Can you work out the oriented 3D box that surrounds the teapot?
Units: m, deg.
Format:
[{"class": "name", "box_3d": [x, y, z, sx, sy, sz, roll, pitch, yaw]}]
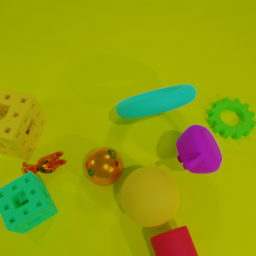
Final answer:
[{"class": "teapot", "box_3d": [1.499, 0.501, 6.157, 0.869, 1.776, 1.104, -30, 93, 25]}]

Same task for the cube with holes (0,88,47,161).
[{"class": "cube with holes", "box_3d": [-2.916, -0.101, 6.862, 1.208, 1.208, 1.208, 13, 62, 7]}]

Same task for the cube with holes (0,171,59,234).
[{"class": "cube with holes", "box_3d": [-2.171, 1.617, 6.016, 0.864, 0.864, 0.864, -30, 68, -12]}]

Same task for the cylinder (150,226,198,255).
[{"class": "cylinder", "box_3d": [0.954, 2.490, 5.628, 0.806, 0.806, 0.806, -16, 70, -9]}]

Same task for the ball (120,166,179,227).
[{"class": "ball", "box_3d": [0.464, 1.455, 5.999, 1.252, 1.252, 1.252, 0, 61, 0]}]

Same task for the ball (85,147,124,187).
[{"class": "ball", "box_3d": [-0.549, 0.895, 6.503, 0.910, 0.910, 0.910, 0, 61, 0]}]

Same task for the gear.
[{"class": "gear", "box_3d": [2.774, -0.266, 7.519, 1.210, 0.224, 1.210, -1, 60, 2]}]

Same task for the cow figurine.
[{"class": "cow figurine", "box_3d": [-2.051, 0.904, 6.720, 0.893, 0.908, 0.498, -16, 98, 31]}]

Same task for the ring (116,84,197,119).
[{"class": "ring", "box_3d": [0.665, -0.659, 6.791, 1.981, 1.981, 0.396, -17, 100, -9]}]
